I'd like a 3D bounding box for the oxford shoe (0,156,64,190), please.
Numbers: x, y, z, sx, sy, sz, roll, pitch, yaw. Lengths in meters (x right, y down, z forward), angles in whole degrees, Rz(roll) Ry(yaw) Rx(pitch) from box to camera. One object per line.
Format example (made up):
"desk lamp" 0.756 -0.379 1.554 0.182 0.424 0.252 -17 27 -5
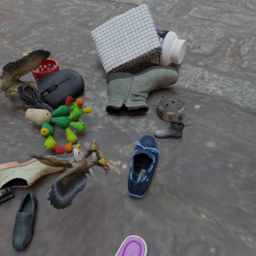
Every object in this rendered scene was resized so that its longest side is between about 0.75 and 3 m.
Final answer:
"oxford shoe" -2.688 1.322 7.961 1.991 0.705 0.735 -11 48 -24

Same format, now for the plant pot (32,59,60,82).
"plant pot" -3.284 -2.129 11.362 1.081 0.985 1.081 -1 43 1

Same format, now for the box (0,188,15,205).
"box" -3.618 1.747 7.840 0.615 0.323 0.751 -25 49 -24

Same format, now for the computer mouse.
"computer mouse" -2.515 -1.475 10.497 1.853 0.705 2.676 47 47 -2

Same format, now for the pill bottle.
"pill bottle" 1.190 -3.712 12.631 2.675 1.504 1.504 19 47 19

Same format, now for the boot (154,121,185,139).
"boot" 1.384 0.028 9.388 0.981 0.646 0.342 0 45 0

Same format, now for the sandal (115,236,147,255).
"sandal" -0.175 3.301 6.078 0.884 0.534 2.172 11 45 11

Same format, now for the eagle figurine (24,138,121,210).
"eagle figurine" -1.212 0.828 5.970 1.655 1.249 1.256 -25 22 -31

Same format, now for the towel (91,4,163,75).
"towel" 0.002 -3.611 11.740 2.633 1.127 2.180 -23 77 16

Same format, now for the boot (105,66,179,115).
"boot" 0.605 -1.294 10.691 2.966 1.004 1.937 -8 50 2

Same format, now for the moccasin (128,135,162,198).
"moccasin" 0.538 0.971 8.319 0.910 0.771 2.260 5 44 6

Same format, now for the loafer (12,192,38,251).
"loafer" -2.643 2.322 7.103 0.501 0.518 1.476 -1 44 -1

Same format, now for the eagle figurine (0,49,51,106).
"eagle figurine" -3.942 -1.774 10.186 2.515 1.908 1.898 -5 73 -6

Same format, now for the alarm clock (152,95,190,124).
"alarm clock" 1.681 -0.636 10.213 1.051 0.519 1.558 -26 53 -25

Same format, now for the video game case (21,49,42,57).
"video game case" -4.434 -3.328 13.231 1.016 0.143 1.124 -16 47 -16

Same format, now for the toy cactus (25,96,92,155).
"toy cactus" -2.412 -0.269 9.260 2.045 1.267 2.478 13 52 8
